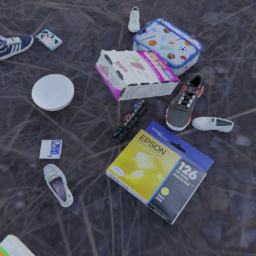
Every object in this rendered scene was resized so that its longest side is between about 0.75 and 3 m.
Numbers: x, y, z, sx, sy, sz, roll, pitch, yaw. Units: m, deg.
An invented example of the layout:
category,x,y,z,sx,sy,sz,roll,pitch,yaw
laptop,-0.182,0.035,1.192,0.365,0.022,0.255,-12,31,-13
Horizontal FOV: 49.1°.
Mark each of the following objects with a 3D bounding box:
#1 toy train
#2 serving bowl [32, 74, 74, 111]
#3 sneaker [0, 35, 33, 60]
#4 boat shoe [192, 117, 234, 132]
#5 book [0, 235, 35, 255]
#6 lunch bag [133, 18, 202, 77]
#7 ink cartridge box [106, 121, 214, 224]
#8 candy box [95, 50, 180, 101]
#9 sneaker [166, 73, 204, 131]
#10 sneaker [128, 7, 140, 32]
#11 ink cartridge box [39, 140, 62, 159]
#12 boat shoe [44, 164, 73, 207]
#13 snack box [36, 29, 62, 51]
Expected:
category,x,y,z,sx,sy,sz,roll,pitch,yaw
toy train,0.094,-0.309,11.357,0.505,0.376,2.207,27,67,26
serving bowl,-3.093,-1.409,11.777,1.718,0.565,1.718,0,64,0
sneaker,-5.307,-3.925,12.768,1.939,1.052,0.679,-34,68,-16
boat shoe,3.402,-0.227,11.199,1.590,0.531,0.585,5,63,2
book,-3.982,5.123,8.454,1.987,0.715,2.974,37,70,15
lunch bag,1.744,-3.715,12.676,2.303,1.086,2.874,-41,71,-20
ink cartridge box,1.254,1.399,10.327,2.931,0.697,2.966,34,70,16
candy box,0.367,-1.942,10.048,2.577,0.786,1.757,-10,57,-38
sneaker,2.318,-1.189,11.352,1.052,1.118,2.730,23,65,11
sneaker,0.292,-5.334,13.667,0.562,0.717,1.442,-2,63,-1
ink cartridge box,-2.988,0.850,10.865,0.777,0.185,0.787,1,65,-1
boat shoe,-2.534,2.004,10.057,0.647,0.563,1.756,-27,66,-13
snack box,-3.767,-4.220,13.394,1.116,0.207,0.648,38,69,17
